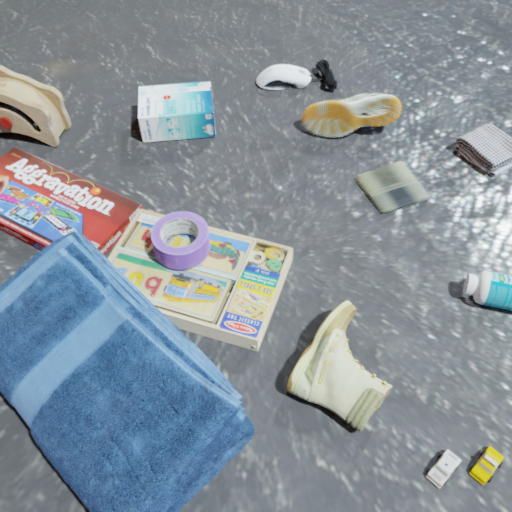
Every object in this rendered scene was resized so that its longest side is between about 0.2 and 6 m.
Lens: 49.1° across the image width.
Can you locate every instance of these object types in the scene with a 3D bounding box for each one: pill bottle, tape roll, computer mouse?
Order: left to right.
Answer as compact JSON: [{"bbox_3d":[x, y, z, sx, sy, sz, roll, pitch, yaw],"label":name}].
[{"bbox_3d":[-1.449,-0.302,10.793,1.107,0.470,1.107,0,50,0],"label":"tape roll"},{"bbox_3d":[1.068,-4.859,15.065,2.146,0.471,1.177,-4,53,-3],"label":"computer mouse"},{"bbox_3d":[4.521,0.649,10.485,1.154,0.639,0.639,11,52,9],"label":"pill bottle"}]

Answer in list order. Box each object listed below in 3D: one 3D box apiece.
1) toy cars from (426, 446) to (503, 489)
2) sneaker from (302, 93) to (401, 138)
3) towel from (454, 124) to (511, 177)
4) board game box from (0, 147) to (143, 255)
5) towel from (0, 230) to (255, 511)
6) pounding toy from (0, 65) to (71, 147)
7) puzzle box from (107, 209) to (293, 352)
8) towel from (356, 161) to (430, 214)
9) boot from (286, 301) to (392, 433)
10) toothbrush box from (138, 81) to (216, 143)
[{"bbox_3d":[3.242,3.220,8.627,1.283,0.284,0.575,-4,50,-3],"label":"toy cars"},{"bbox_3d":[2.324,-3.510,13.878,2.371,0.897,1.039,-4,24,4],"label":"sneaker"},{"bbox_3d":[5.467,-2.511,13.124,1.031,0.533,1.245,-27,56,-20],"label":"towel"},{"bbox_3d":[-4.507,-1.094,12.091,3.744,0.364,1.927,24,54,18],"label":"board game box"},{"bbox_3d":[-2.517,1.830,8.901,2.721,1.183,4.874,-44,63,-13],"label":"towel"},{"bbox_3d":[-6.092,-3.276,13.188,2.956,1.690,1.696,21,51,-7],"label":"pounding toy"},{"bbox_3d":[-1.214,0.369,10.839,3.410,0.433,2.268,14,53,11],"label":"puzzle box"},{"bbox_3d":[3.055,-1.533,12.583,1.233,0.221,1.280,-19,55,-11],"label":"towel"},{"bbox_3d":[1.620,1.822,9.493,1.527,0.712,1.974,26,61,21],"label":"boot"},{"bbox_3d":[-1.957,-3.562,13.823,1.824,0.778,1.335,-5,51,-3],"label":"toothbrush box"}]
